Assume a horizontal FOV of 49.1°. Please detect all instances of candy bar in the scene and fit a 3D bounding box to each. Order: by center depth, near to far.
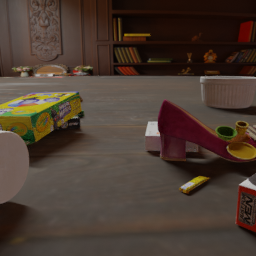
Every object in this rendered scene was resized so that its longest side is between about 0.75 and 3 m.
[{"bbox_3d":[1.105,0.917,4.633,0.191,0.085,0.764,7,14,42],"label":"candy bar"}]

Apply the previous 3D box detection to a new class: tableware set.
[{"bbox_3d":[2.553,0.375,5.330,1.210,0.276,1.797,-11,35,-14],"label":"tableware set"}]

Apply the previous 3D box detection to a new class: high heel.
[{"bbox_3d":[1.927,0.010,5.948,2.623,1.258,0.883,0,13,1],"label":"high heel"}]

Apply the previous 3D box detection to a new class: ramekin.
[{"bbox_3d":[4.770,-1.756,13.454,2.602,1.366,2.602,1,13,0],"label":"ramekin"}]

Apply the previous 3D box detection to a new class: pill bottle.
[{"bbox_3d":[-2.638,0.453,4.152,2.076,1.182,1.182,4,13,19],"label":"pill bottle"}]

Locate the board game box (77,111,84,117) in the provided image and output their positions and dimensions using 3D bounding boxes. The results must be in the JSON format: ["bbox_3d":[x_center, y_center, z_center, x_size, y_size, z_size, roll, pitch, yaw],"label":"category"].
[{"bbox_3d":[-2.925,-0.633,11.058,2.326,0.273,1.218,11,19,41],"label":"board game box"}]

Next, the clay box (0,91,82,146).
[{"bbox_3d":[-2.628,-0.336,7.443,1.692,0.701,2.945,1,19,16],"label":"clay box"}]

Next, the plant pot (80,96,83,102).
[{"bbox_3d":[-2.890,-1.619,14.965,0.933,0.431,0.933,-1,12,0],"label":"plant pot"}]

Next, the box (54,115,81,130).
[{"bbox_3d":[-2.412,-0.217,9.002,1.553,0.344,1.244,-6,15,-20],"label":"box"}]

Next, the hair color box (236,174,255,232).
[{"bbox_3d":[2.305,1.013,3.113,1.864,0.571,0.946,12,18,44],"label":"hair color box"}]

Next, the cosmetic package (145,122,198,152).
[{"bbox_3d":[1.080,0.182,7.142,1.216,0.417,1.613,-1,13,7],"label":"cosmetic package"}]
